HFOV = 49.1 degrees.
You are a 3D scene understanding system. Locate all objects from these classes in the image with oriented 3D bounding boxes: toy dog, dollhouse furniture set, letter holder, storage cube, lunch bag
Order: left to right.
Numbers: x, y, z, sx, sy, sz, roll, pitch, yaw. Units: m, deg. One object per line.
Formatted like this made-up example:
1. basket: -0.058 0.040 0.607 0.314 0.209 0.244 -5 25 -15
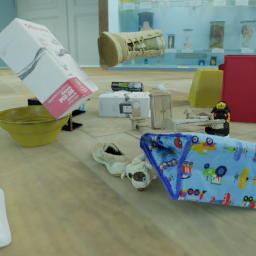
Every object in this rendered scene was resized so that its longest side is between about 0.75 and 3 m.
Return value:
1. letter holder: -2.550 -0.658 10.698 2.005 1.008 1.425 9 20 27
2. toy dog: 0.236 0.977 5.968 0.756 0.544 0.779 -10 19 -5
3. dollhouse furniture set: 1.435 -0.573 9.122 2.185 1.251 2.562 -6 5 -17
4. lunch bag: 1.413 0.570 5.878 1.872 1.170 2.487 10 8 -15
5. storage cube: 5.167 -1.698 11.568 2.868 2.578 2.452 4 17 16

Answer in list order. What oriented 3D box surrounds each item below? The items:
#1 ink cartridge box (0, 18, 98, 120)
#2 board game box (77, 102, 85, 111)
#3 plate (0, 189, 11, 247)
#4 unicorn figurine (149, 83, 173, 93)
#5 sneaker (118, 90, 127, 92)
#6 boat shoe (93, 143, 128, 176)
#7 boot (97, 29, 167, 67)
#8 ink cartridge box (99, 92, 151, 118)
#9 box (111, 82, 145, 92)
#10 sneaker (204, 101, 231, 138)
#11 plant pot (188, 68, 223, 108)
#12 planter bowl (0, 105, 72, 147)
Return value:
1. ink cartridge box: -2.083 -1.564 7.441 1.002 2.420 1.773 -39 6 14
2. board game box: -3.011 -0.840 12.334 1.601 0.498 2.121 3 16 10
3. plate: -2.984 1.500 4.528 1.886 0.305 1.890 -7 18 -26
4. unicorn figurine: 2.198 -2.574 18.270 1.003 0.539 1.460 -14 23 -25
5. sneaker: -0.085 -1.688 15.195 1.524 0.594 0.757 2 20 11
6. boat shoe: -0.445 0.633 7.059 0.628 0.566 1.741 -7 17 -22
7. boot: 0.232 -2.550 8.747 2.138 1.001 2.751 -9 16 -10
8. ink cartridge box: 0.154 -1.058 12.372 2.676 0.892 1.550 1 16 5
9. box: 0.031 -2.141 15.879 1.740 0.385 1.394 4 -15 13
10. sneaker: 3.100 -0.336 9.602 0.797 1.025 2.278 6 17 19
11. plant pot: 4.297 -2.124 14.463 2.041 1.800 2.041 0 16 3
12. planter bowl: -2.861 -0.019 8.644 2.292 0.955 2.292 0 17 0
